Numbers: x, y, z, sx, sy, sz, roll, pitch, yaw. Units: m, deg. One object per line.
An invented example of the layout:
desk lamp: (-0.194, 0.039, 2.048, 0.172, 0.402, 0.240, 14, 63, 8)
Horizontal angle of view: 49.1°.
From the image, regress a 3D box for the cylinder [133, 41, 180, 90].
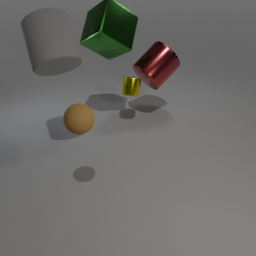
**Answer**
cylinder: (1.146, -2.519, 11.367, 1.400, 1.400, 1.400, -46, 40, -3)

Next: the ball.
ball: (-1.092, -0.203, 6.275, 0.700, 0.700, 0.700, 0, 29, 0)

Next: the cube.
cube: (-0.687, -3.533, 10.160, 1.400, 1.400, 1.400, 21, -16, -36)

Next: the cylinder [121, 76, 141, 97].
cylinder: (0.126, -1.610, 10.889, 0.700, 0.700, 0.700, 7, 12, -2)

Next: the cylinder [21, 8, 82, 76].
cylinder: (-2.145, -2.374, 7.913, 1.400, 1.400, 1.400, -16, -4, -1)
